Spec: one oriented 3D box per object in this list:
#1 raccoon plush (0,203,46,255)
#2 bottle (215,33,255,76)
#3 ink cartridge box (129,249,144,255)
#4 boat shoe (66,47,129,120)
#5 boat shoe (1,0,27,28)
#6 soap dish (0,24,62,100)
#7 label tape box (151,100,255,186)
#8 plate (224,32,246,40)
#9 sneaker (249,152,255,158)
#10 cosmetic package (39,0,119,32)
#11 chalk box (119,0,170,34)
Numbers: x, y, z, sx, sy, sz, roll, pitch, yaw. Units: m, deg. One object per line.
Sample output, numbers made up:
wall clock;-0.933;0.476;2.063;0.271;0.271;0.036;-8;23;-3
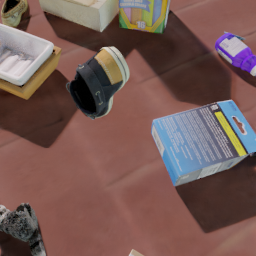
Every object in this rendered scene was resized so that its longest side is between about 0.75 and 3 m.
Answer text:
raccoon plush;-2.478;2.291;6.003;0.967;0.698;1.443;-24;61;-6
bottle;3.554;-2.335;8.950;0.692;0.541;1.658;-36;63;-3
ink cartridge box;0.196;3.089;5.640;0.775;0.353;0.941;26;62;14
boat shoe;-0.657;-0.620;4.872;0.724;2.325;0.868;-34;90;-20
boat shoe;-4.196;-4.502;10.308;0.710;0.607;1.938;-2;58;-1
soap dish;-3.523;-2.014;8.499;2.460;0.999;1.935;23;60;13
label tape box;1.953;0.322;7.175;2.297;0.759;1.646;-15;59;-12
plate;3.622;-3.106;9.527;0.765;0.098;0.765;17;21;-7
sneaker;3.623;0.670;7.213;0.943;0.372;0.450;-12;70;-6
cosmetic package;-1.802;-4.645;10.195;2.662;0.973;1.378;23;60;15
chalk box;0.628;-4.828;9.256;1.686;2.723;1.694;11;58;7
